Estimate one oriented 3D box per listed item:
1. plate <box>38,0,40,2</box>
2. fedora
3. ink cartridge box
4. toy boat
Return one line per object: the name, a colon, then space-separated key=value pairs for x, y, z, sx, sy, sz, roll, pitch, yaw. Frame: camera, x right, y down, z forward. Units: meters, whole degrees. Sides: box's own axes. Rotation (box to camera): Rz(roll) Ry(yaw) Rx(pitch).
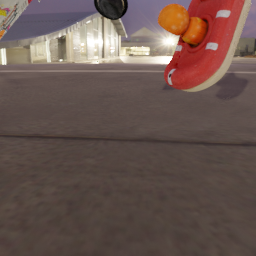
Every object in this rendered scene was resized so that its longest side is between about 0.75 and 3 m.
plate: x=-2.660 y=-4.227 z=8.150 sx=0.122 sy=0.754 sz=0.753 roll=-16 pitch=-14 yaw=-18
fedora: x=-0.557 y=-4.056 z=9.311 sx=1.188 sy=1.188 sz=0.543 roll=-1 pitch=47 yaw=-5
ink cartridge box: x=-2.307 y=-2.086 z=4.191 sx=1.173 sy=1.621 sz=1.178 roll=37 pitch=-7 yaw=-13
toy boat: x=1.084 y=-1.656 z=4.790 sx=1.303 sy=1.994 sz=1.301 roll=15 pitch=5 yaw=-25
